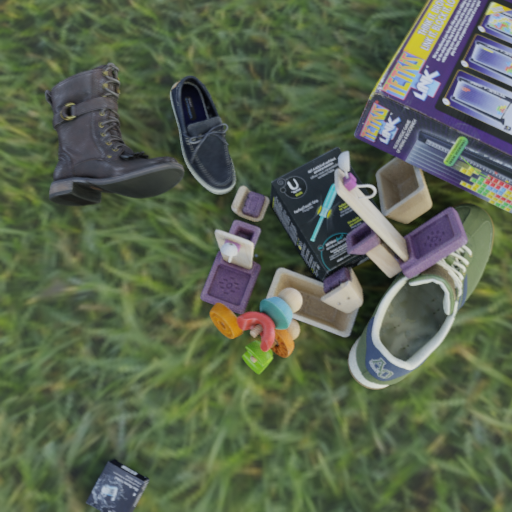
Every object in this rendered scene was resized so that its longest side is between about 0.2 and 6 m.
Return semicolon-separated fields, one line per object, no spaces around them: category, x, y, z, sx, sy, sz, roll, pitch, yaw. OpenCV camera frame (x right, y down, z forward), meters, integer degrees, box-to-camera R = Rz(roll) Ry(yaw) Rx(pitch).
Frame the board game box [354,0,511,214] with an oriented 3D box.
board game box;3.374;-2.438;8.173;2.773;0.951;3.354;28;59;9

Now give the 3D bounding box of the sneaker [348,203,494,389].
sneaker;2.433;0.436;7.554;1.055;1.413;3.147;36;77;9

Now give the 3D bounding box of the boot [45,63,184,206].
boot;-2.183;-1.881;8.253;2.373;0.821;2.066;-5;78;18

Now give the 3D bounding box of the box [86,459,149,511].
box;-1.814;3.092;7.374;0.568;0.339;0.577;26;77;7

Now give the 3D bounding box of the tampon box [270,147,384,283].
tampon box;1.040;-0.541;8.069;1.128;0.950;1.505;-28;76;-8

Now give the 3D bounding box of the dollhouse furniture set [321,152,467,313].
dollhouse furniture set;1.357;-0.858;7.695;1.921;2.425;1.721;-37;113;28

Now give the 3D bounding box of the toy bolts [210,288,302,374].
toy bolts;0.098;0.812;7.543;0.871;1.256;1.200;-39;77;-25

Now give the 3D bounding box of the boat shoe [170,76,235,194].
boat shoe;-0.798;-1.831;8.435;0.701;0.585;1.878;-18;87;-19

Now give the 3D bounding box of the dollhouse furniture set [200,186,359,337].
dollhouse furniture set;0.491;0.008;7.593;2.216;1.573;1.756;20;75;5
